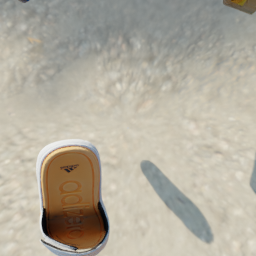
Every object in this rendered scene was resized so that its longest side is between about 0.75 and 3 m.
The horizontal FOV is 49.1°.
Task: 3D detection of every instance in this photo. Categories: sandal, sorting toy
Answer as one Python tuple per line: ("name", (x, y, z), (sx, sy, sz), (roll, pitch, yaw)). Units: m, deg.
("sandal", (-0.835, 1.422, 4.202), (1.138, 2.971, 0.851), (-7, 46, -9))
("sorting toy", (2.713, -2.539, 5.633), (1.290, 0.954, 0.190), (8, 83, -23))

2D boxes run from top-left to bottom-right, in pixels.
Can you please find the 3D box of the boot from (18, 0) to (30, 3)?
("boot", (-2.027, -2.897, 4.913), (0.594, 1.615, 0.772), (-34, 91, -9))
